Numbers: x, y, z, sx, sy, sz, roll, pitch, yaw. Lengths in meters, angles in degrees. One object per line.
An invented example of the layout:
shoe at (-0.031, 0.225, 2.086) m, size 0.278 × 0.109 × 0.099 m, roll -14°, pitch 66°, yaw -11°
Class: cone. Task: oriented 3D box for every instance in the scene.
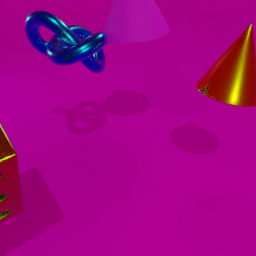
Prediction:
cone at (0.074, -2.496, 5.339) m, size 1.396 × 1.401 × 1.396 m, roll -6°, pitch 31°, yaw 4°
cone at (1.828, -1.120, 4.616) m, size 1.153 × 1.158 × 1.153 m, roll 7°, pitch 30°, yaw -4°

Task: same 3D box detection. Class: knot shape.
knot shape at (-0.963, -1.542, 5.246) m, size 1.652 × 0.763 × 1.546 m, roll 27°, pitch 15°, yaw 27°

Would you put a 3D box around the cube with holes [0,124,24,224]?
cube with holes at (-1.975, 0.332, 2.624) m, size 1.383 × 1.383 × 1.383 m, roll -25°, pitch 66°, yaw -31°
